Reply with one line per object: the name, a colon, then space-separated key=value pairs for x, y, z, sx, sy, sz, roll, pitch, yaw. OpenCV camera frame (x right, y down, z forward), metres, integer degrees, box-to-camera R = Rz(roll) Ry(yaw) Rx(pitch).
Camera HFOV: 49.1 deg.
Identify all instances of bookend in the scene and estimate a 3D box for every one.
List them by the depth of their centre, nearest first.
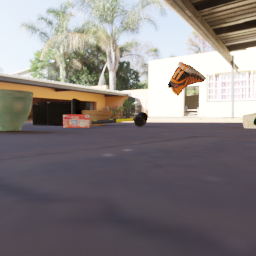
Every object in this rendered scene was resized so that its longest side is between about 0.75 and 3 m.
bookend: x=-3.784 y=-0.781 z=14.355 sx=2.793 sy=1.286 sz=2.775 roll=0 pitch=2 yaw=2

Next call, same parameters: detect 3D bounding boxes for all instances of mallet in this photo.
mallet: x=-0.321 y=-0.328 z=11.264 sx=2.323 sy=0.478 sz=0.765 roll=-1 pitch=16 yaw=22

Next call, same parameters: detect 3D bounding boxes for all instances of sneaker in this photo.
sneaker: x=2.278 y=-1.899 z=11.314 sx=2.188 sy=1.226 sz=0.849 roll=4 pitch=37 yaw=-51

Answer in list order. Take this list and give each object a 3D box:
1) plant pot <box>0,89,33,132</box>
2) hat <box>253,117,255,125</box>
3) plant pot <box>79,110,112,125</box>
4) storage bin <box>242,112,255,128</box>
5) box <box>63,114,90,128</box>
plant pot: x=-2.873 y=-0.379 z=6.410 sx=1.353 sy=0.906 sz=1.353 roll=1 pitch=2 yaw=0
hat: x=3.244 y=0.048 z=5.406 sx=1.058 sy=1.125 sz=1.278 roll=-15 pitch=-26 yaw=-11
plant pot: x=-1.593 y=-0.496 z=13.864 sx=1.606 sy=0.741 sz=1.606 roll=0 pitch=2 yaw=0
storage bin: x=4.266 y=-0.295 z=8.793 sx=0.970 sy=0.455 sz=0.963 roll=-11 pitch=2 yaw=-5
box: x=-1.778 y=-0.240 z=9.700 sx=0.896 sy=0.460 sz=0.424 roll=-2 pitch=1 yaw=-9
